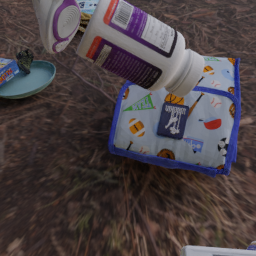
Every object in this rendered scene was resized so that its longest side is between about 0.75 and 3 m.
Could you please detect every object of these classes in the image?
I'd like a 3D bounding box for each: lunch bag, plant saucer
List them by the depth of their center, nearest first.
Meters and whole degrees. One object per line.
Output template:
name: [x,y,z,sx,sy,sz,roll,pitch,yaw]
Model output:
lunch bag: [1.139,-0.416,6.358,2.541,1.851,2.989,11,49,13]
plant saucer: [-3.109,-1.440,8.402,1.961,0.269,1.961,-5,41,4]

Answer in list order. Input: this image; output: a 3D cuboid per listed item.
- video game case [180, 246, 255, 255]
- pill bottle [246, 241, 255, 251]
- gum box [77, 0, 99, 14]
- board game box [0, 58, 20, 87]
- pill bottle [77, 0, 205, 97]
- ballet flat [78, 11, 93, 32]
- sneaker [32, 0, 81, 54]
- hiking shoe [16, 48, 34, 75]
video game case: [2.174,2.965,3.374,2.966,0.346,2.697,5,56,-2]
pill bottle: [1.957,2.346,4.361,0.616,0.616,1.029,35,54,30]
gum box: [-1.558,-5.213,12.321,1.623,0.425,1.910,-1,44,-1]
board game box: [-4.737,-1.571,8.326,2.453,0.423,1.661,12,45,23]
pill bottle: [0.222,-1.167,4.258,1.782,0.993,0.993,25,42,-16]
ballet flat: [-1.247,-4.039,11.026,2.454,0.842,0.773,15,74,18]
sneaker: [-1.963,-3.393,7.082,1.438,2.887,1.081,24,31,28]
hiking shoe: [-3.204,-2.130,8.819,0.502,0.378,0.998,-32,62,7]
